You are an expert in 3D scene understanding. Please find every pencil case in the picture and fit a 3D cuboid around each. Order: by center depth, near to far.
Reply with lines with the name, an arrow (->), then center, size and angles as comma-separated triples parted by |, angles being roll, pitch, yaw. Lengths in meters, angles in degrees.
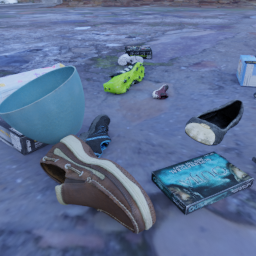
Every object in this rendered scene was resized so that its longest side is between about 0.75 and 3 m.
pencil case -> -3.212, -1.354, 9.373 | 2.776, 1.154, 1.259 | -24, 23, -37

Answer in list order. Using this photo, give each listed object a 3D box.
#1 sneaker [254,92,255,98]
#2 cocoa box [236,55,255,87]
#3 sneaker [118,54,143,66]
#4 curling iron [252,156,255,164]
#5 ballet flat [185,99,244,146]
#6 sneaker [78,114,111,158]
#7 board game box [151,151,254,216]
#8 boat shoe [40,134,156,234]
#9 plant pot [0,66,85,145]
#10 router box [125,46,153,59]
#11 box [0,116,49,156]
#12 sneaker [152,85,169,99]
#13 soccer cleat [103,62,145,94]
sneaker -> 4.851, -1.109, 9.937 | 0.775, 0.301, 0.334 | 16, 19, 15
cocoa box -> 5.073, -2.351, 11.466 | 0.940, 0.955, 1.433 | 6, 29, 11
sneaker -> 0.118, -3.454, 14.063 | 1.261, 0.474, 0.724 | -3, 31, 1
curling iron -> 3.289, 1.065, 5.768 | 0.438, 0.226, 1.766 | -46, 35, -3
ballet flat -> 1.596, -0.165, 5.121 | 0.682, 0.583, 2.052 | 36, 31, 21
sneaker -> -0.747, 0.241, 7.155 | 0.707, 0.632, 1.727 | 25, 35, 4
board game box -> 1.526, 1.062, 5.813 | 1.741, 0.245, 1.177 | -15, 31, -25
boat shoe -> -0.751, 1.104, 5.101 | 1.076, 1.074, 2.909 | -31, 32, -25
plant pot -> -1.737, -0.384, 6.390 | 1.905, 1.283, 1.905 | -20, 30, 12
router box -> 0.557, -4.142, 15.372 | 1.491, 0.463, 1.117 | 0, 28, -1
box -> -2.751, -0.174, 7.823 | 2.206, 0.533, 1.747 | 23, 36, 35
sneaker -> 1.327, -1.252, 10.155 | 0.513, 0.336, 0.888 | 28, 49, 34
soccer cleat -> -0.089, -2.033, 11.076 | 1.032, 0.860, 2.546 | 3, 28, 26
